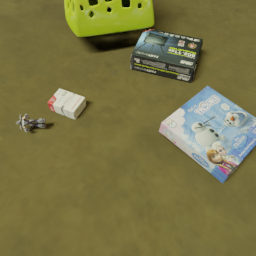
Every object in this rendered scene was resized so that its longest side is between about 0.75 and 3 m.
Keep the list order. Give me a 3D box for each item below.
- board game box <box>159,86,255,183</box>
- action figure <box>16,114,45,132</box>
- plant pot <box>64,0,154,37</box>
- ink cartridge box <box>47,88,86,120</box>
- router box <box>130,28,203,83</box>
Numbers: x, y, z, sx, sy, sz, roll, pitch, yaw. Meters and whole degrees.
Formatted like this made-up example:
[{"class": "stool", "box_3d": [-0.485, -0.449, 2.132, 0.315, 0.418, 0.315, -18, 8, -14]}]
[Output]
[{"class": "board game box", "box_3d": [2.364, 0.047, 7.667, 2.150, 0.469, 2.161, 40, 60, 23]}, {"class": "action figure", "box_3d": [-2.702, -0.152, 7.768, 0.792, 0.516, 0.275, -1, 29, -16]}, {"class": "plant pot", "box_3d": [-0.833, -5.019, 9.888, 2.860, 2.595, 2.846, -13, 36, -14]}, {"class": "ink cartridge box", "box_3d": [-1.824, -0.723, 8.430, 0.923, 0.383, 0.678, 21, 56, 16]}, {"class": "router box", "box_3d": [1.340, -2.544, 9.636, 2.184, 0.678, 1.636, 15, 55, 11]}]
